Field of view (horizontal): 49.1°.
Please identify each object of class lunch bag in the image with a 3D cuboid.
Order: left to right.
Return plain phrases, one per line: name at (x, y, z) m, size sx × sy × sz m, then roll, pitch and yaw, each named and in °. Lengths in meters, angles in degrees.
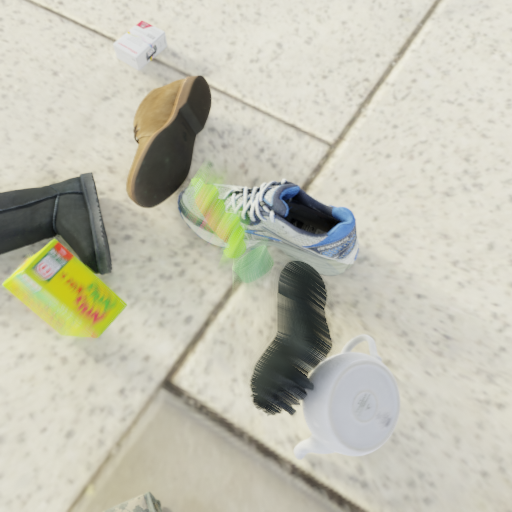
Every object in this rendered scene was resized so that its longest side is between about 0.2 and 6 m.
lunch bag at (-1.818, 4.522, 7.843) m, size 1.487 × 1.066 × 1.813 m, roll -21°, pitch 59°, yaw -11°

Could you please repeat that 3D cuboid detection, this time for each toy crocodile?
toy crocodile at (-0.656, -0.661, 9.417) m, size 0.512 × 0.560 × 1.658 m, roll -34°, pitch 67°, yaw -5°

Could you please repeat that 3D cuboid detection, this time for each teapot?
teapot at (1.377, 2.283, 8.995) m, size 1.700 × 1.242 × 1.678 m, roll -13°, pitch 92°, yaw -27°

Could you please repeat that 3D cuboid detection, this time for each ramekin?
ramekin at (-0.033, 0.154, 9.256) m, size 0.671 × 0.671 × 0.328 m, roll -39°, pitch 103°, yaw -19°

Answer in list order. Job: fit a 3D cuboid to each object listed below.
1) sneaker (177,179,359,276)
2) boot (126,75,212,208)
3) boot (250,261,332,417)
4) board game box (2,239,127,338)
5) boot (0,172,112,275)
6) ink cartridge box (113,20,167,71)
sneaker at (0.239, -0.875, 10.476) m, size 3.605 × 1.535 × 1.389 m, roll 14°, pitch 63°, yaw 8°
boot at (-2.055, -2.363, 11.675) m, size 1.282 × 1.250 × 3.396 m, roll 3°, pitch 56°, yaw 24°
boot at (0.472, 1.302, 8.695) m, size 0.761 × 1.685 × 2.057 m, roll 14°, pitch 40°, yaw -17°
board game box at (-3.097, 0.598, 8.789) m, size 1.369 × 2.695 × 0.642 m, roll 46°, pitch 65°, yaw -17°
boot at (-4.337, -0.311, 10.442) m, size 2.960 × 0.972 × 2.440 m, roll -13°, pitch 51°, yaw -12°
ink cartridge box at (-2.747, -5.008, 13.312) m, size 0.777 × 0.451 × 1.053 m, roll 34°, pitch 69°, yaw 17°
